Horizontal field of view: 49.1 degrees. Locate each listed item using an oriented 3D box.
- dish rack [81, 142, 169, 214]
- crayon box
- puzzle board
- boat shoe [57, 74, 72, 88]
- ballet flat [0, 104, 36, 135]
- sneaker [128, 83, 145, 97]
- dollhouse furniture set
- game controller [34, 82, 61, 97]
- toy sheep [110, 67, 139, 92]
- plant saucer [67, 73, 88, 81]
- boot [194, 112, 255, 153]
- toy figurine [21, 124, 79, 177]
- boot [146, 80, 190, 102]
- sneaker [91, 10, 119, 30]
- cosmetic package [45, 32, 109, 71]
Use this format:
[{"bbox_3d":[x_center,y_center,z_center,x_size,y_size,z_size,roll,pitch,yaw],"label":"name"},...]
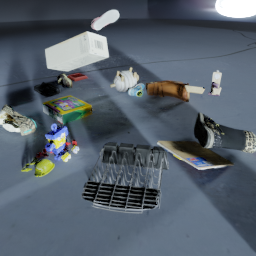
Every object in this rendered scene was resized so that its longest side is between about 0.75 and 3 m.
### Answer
[{"bbox_3d":[0.002,1.436,8.222,2.291,0.815,2.987,4,30,10],"label":"dish rack"},{"bbox_3d":[-2.798,-0.885,12.888,1.550,0.524,1.796,-21,34,-38],"label":"crayon box"},{"bbox_3d":[2.218,0.872,9.120,2.238,0.195,1.686,3,23,-44],"label":"puzzle board"},{"bbox_3d":[-3.830,-2.770,16.408,0.547,0.618,1.689,-13,30,-34],"label":"boat shoe"},{"bbox_3d":[-4.812,-0.330,11.585,2.449,0.831,0.922,26,43,34],"label":"ballet flat"},{"bbox_3d":[0.669,-2.008,15.124,0.787,0.479,1.205,21,43,38],"label":"sneaker"},{"bbox_3d":[3.107,-1.952,11.535,1.475,1.047,1.169,9,5,16],"label":"dollhouse furniture set"},{"bbox_3d":[-4.513,-2.126,15.566,0.938,0.379,1.799,-36,41,-27],"label":"game controller"},{"bbox_3d":[-0.196,-2.595,15.445,1.864,1.285,1.285,-18,33,-26],"label":"toy sheep"},{"bbox_3d":[-3.229,-3.260,17.817,1.024,0.188,1.026,-22,34,-36],"label":"plant saucer"},{"bbox_3d":[3.557,0.189,10.580,1.860,0.889,2.462,9,22,0],"label":"boot"},{"bbox_3d":[-2.623,0.495,9.408,1.147,1.303,2.174,12,29,22],"label":"toy figurine"},{"bbox_3d":[2.008,-1.949,14.390,2.027,1.001,2.611,-2,26,-5],"label":"boot"},{"bbox_3d":[-1.158,-5.175,13.389,1.458,0.549,0.762,-37,31,-13],"label":"sneaker"},{"bbox_3d":[-2.320,-3.369,12.616,2.626,0.960,1.359,-8,0,33],"label":"cosmetic package"}]
